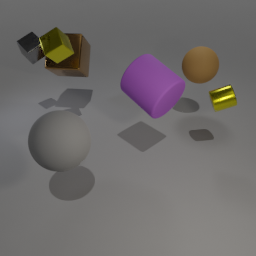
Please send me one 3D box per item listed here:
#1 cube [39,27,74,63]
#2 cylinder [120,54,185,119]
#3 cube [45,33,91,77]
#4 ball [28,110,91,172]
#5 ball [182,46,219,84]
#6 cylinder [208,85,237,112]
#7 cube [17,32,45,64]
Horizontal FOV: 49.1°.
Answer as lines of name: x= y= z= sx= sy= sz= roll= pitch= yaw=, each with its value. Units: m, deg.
cube: x=-2.290 y=-2.649 z=9.013 sx=0.700 sy=0.700 sz=0.700 roll=-27 pitch=73 yaw=14
cylinder: x=0.730 y=-1.236 z=8.337 sx=1.400 sy=1.400 sz=1.400 roll=-29 pitch=63 yaw=-38
cube: x=-2.391 y=-2.905 z=11.314 sx=1.400 sy=1.400 sz=1.400 roll=4 pitch=-1 yaw=6
ball: x=-1.547 y=0.295 z=6.405 sx=1.400 sy=1.400 sz=1.400 roll=0 pitch=32 yaw=0
ball: x=2.791 y=-2.426 z=10.825 sx=1.400 sy=1.400 sz=1.400 roll=0 pitch=32 yaw=0
cylinder: x=3.003 y=-0.939 z=8.893 sx=0.700 sy=0.700 sz=0.700 roll=-18 pitch=29 yaw=14
cube: x=-3.505 y=-2.930 z=10.276 sx=0.700 sy=0.700 sz=0.700 roll=43 pitch=71 yaw=13
